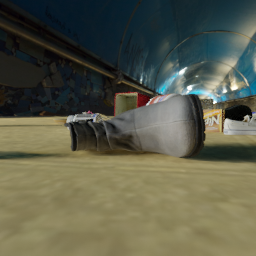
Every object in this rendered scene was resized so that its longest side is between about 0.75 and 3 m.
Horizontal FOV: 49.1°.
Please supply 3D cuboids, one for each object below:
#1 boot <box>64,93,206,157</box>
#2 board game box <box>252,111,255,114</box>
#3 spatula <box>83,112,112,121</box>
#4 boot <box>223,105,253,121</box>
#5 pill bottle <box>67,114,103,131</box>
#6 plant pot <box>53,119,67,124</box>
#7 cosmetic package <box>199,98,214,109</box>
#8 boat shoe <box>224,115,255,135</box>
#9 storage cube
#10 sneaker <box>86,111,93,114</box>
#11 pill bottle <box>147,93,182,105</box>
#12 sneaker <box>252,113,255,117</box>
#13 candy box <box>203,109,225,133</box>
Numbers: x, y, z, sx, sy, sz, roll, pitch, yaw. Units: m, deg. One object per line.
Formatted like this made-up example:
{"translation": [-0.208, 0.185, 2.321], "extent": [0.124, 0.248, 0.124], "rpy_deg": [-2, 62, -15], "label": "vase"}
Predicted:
{"translation": [-0.076, 0.094, 4.141], "extent": [1.633, 0.865, 2.480], "rpy_deg": [-4, -7, -15], "label": "boot"}
{"translation": [6.483, -0.480, 13.946], "extent": [1.116, 0.678, 1.400], "rpy_deg": [2, 4, 30], "label": "board game box"}
{"translation": [-1.527, -0.619, 16.453], "extent": [1.425, 0.165, 2.049], "rpy_deg": [-1, -13, 39], "label": "spatula"}
{"translation": [3.808, -0.536, 12.290], "extent": [2.506, 0.957, 2.106], "rpy_deg": [-8, 10, -25], "label": "boot"}
{"translation": [-1.385, -0.150, 8.945], "extent": [1.044, 0.594, 0.594], "rpy_deg": [1, 3, 18], "label": "pill bottle"}
{"translation": [-3.290, -0.395, 16.189], "extent": [2.000, 0.275, 2.000], "rpy_deg": [0, 3, 0], "label": "plant pot"}
{"translation": [4.044, -1.050, 17.025], "extent": [1.461, 1.462, 1.772], "rpy_deg": [-2, 4, -35], "label": "cosmetic package"}
{"translation": [3.572, -0.090, 8.188], "extent": [1.595, 0.557, 0.565], "rpy_deg": [0, 3, -5], "label": "boat shoe"}
{"translation": [0.312, -1.317, 18.175], "extent": [1.689, 1.975, 1.776], "rpy_deg": [1, -2, 31], "label": "storage cube"}
{"translation": [-2.041, -0.588, 15.557], "extent": [0.610, 0.737, 1.544], "rpy_deg": [-2, 2, 2], "label": "sneaker"}
{"translation": [1.834, -0.890, 13.984], "extent": [1.508, 1.508, 2.689], "rpy_deg": [-1, 2, -18], "label": "pill bottle"}
{"translation": [6.336, -0.394, 11.911], "extent": [1.245, 0.791, 2.183], "rpy_deg": [3, 3, -8], "label": "sneaker"}
{"translation": [2.506, -0.243, 9.254], "extent": [1.283, 0.741, 0.355], "rpy_deg": [2, 4, 34], "label": "candy box"}
